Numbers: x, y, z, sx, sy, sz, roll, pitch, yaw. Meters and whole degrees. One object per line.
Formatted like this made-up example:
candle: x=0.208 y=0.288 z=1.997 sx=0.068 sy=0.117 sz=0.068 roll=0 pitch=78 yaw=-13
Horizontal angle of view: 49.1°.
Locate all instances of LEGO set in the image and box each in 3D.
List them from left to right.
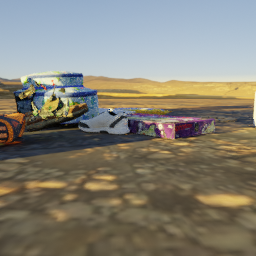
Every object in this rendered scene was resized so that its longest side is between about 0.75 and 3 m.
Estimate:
LEGO set: x=-1.548 y=-0.466 z=5.466 sx=0.858 sy=0.375 sz=1.322 roll=-32 pitch=50 yaw=-8

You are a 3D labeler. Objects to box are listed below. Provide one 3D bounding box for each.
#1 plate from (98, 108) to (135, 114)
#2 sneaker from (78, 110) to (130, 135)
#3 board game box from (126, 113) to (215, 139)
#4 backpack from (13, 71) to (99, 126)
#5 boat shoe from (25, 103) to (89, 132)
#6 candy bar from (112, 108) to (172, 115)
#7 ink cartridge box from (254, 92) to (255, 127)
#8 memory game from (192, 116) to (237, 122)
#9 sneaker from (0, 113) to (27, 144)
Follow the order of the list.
plate: x=-0.839 y=-0.505 z=10.340 sx=1.834 sy=0.296 sz=1.830 roll=6 pitch=8 yaw=19
sneaker: x=-0.607 y=-0.165 z=6.951 sx=1.448 sy=0.579 sz=0.534 roll=2 pitch=9 yaw=26
board game box: x=0.638 y=-0.117 z=7.385 sx=1.655 sy=0.445 sz=2.758 roll=-1 pitch=6 yaw=-43
backpack: x=-2.037 y=-0.871 z=8.335 sx=2.212 sy=1.625 sz=2.024 roll=9 pitch=15 yaw=32
boat shoe: x=-1.583 y=-0.337 z=6.077 sx=1.411 sy=0.521 sz=0.534 roll=-18 pitch=-1 yaw=0
candy bar: x=0.524 y=-0.721 z=12.342 sx=2.774 sy=0.307 sz=0.692 roll=3 pitch=8 yaw=19
ink cartridge box: x=4.722 y=-0.468 z=7.287 sx=2.526 sy=1.059 sz=2.218 roll=2 pitch=8 yaw=17
memory game: x=3.062 y=-0.331 z=10.050 sx=1.582 sy=0.101 sz=1.582 roll=0 pitch=8 yaw=0
sneaker: x=-2.715 y=-0.024 z=5.622 sx=1.148 sy=0.795 sz=2.049 roll=-1 pitch=16 yaw=-38
